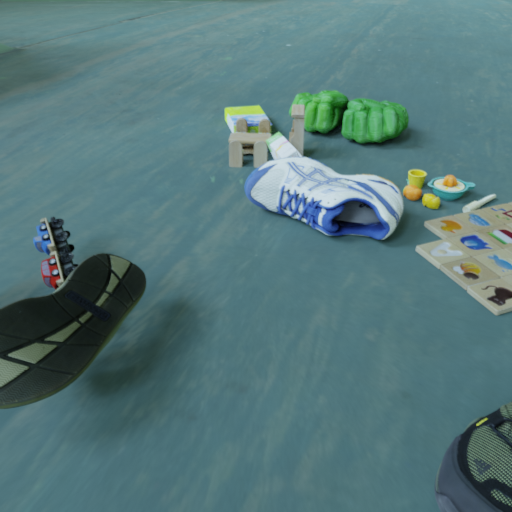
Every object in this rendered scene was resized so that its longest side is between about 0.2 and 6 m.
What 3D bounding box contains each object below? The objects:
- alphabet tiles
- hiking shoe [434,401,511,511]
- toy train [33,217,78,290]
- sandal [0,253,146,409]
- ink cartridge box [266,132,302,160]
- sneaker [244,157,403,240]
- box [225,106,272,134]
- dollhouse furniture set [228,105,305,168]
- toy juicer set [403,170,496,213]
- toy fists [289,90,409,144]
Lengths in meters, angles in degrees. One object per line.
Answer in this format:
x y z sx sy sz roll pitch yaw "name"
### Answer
4.854 -0.046 9.359 3.911 0.124 3.254 -12 35 -19 "alphabet tiles"
3.054 1.462 5.471 3.370 1.697 1.276 -21 38 -29 "hiking shoe"
-2.872 0.243 8.219 0.540 0.402 2.359 -22 50 -10 "toy train"
-2.257 0.908 6.658 1.131 0.813 2.848 38 31 4 "sandal"
0.672 -2.070 11.916 0.373 0.649 1.107 -32 45 -2 "ink cartridge box"
1.122 -0.999 9.960 2.916 1.098 1.285 8 33 13 "sneaker"
-0.212 -3.485 14.563 0.978 0.382 1.604 -6 33 -10 "box"
0.243 -2.831 12.848 1.706 1.110 1.567 3 32 4 "dollhouse furniture set"
3.741 -1.278 10.981 1.746 0.475 1.110 16 36 23 "toy juicer set"
2.280 -3.542 14.076 3.002 1.032 1.530 21 39 28 "toy fists"
